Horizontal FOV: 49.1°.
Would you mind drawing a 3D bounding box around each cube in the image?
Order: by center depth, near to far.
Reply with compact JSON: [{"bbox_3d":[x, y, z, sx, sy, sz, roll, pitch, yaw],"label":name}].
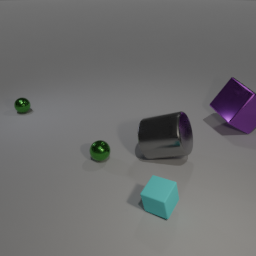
[{"bbox_3d":[0.834,1.773,7.233,0.700,0.700,0.700,12,44,32],"label":"cube"},{"bbox_3d":[4.380,-0.862,10.917,1.400,1.400,1.400,21,25,-33],"label":"cube"}]

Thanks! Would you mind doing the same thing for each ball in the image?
[{"bbox_3d":[-0.934,0.755,9.350,0.700,0.700,0.700,0,28,0],"label":"ball"},{"bbox_3d":[-4.775,-1.028,12.668,0.700,0.700,0.700,0,28,0],"label":"ball"}]

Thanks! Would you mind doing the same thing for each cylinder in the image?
[{"bbox_3d":[1.237,0.256,9.133,1.400,1.400,1.400,-10,22,29],"label":"cylinder"}]
